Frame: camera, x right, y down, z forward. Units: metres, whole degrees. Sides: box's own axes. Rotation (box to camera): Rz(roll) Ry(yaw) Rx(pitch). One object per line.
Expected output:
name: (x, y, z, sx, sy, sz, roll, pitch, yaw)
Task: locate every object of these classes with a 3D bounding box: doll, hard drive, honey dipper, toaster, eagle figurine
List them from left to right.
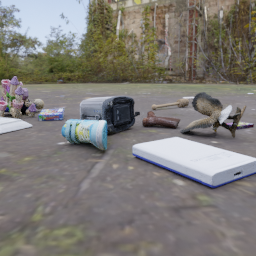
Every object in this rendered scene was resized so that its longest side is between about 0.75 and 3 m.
doll: (-5.416, -1.034, 13.877, 1.892, 0.672, 2.773, 19, 20, 38)
toaster: (-0.705, -0.538, 10.035, 1.411, 1.241, 2.184, 5, 14, 34)
honey dipper: (2.400, -1.302, 15.988, 2.610, 0.496, 0.496, -12, 16, -32)
hard drive: (1.443, 0.668, 6.355, 1.587, 0.305, 2.406, -8, 14, -34)
eagle figurine: (2.732, -0.331, 9.329, 1.877, 1.416, 1.424, 19, 29, 28)

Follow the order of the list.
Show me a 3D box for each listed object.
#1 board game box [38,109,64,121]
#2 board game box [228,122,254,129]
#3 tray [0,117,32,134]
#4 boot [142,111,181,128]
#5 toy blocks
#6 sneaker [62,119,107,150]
board game box: (-3.438, -0.618, 12.698, 1.029, 0.262, 1.520, -3, 14, -9)
board game box: (4.216, -0.097, 10.631, 0.968, 0.156, 0.581, -6, 17, -29)
tray: (-5.238, -0.186, 10.590, 2.931, 0.325, 1.574, 6, 12, 26)
boot: (1.395, -0.331, 10.932, 1.411, 0.453, 1.315, 1, 24, 19)
toy blocks: (-5.121, -1.605, 12.634, 2.073, 1.745, 1.937, -9, 38, -43)
sneaker: (-1.227, 0.167, 7.725, 1.318, 0.803, 2.018, 1, 2, -5)
